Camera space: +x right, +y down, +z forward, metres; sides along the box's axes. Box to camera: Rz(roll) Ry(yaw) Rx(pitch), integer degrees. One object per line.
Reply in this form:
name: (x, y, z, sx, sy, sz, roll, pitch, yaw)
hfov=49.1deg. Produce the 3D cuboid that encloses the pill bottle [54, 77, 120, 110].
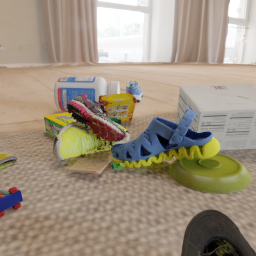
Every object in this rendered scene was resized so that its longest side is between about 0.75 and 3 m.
pill bottle: (-1.925, -1.654, 13.636, 2.968, 1.665, 1.665, 2, 17, 3)

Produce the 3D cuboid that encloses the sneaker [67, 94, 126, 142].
sneaker: (-0.838, -0.333, 8.042, 1.927, 0.777, 0.720, 36, 56, 12)

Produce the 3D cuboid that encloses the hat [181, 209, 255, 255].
hat: (1.028, 1.893, 3.487, 1.621, 1.621, 0.654, -20, -14, -48)

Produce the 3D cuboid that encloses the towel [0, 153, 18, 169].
towel: (-4.526, 0.878, 7.679, 2.560, 0.291, 1.838, 10, 21, 30)

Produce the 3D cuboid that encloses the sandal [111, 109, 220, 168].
sandal: (0.866, 0.267, 7.501, 2.895, 1.260, 1.151, -13, 13, 16)

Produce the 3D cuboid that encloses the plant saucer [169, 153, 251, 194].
plant saucer: (2.071, 1.026, 7.164, 2.035, 0.316, 2.035, 0, 18, 0)

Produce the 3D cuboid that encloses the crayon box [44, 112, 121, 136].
crayon box: (-1.680, -0.102, 10.230, 1.946, 0.657, 2.255, -13, 22, -37)

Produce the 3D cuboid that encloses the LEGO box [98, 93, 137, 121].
LEGO box: (-0.482, -0.823, 11.661, 1.478, 1.101, 0.570, -8, 42, -26)

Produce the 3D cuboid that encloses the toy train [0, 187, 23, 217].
toy train: (-2.674, 1.499, 5.512, 0.590, 0.431, 1.019, 0, 14, 39)

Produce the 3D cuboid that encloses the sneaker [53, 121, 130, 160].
sneaker: (-1.023, 0.284, 8.424, 1.020, 1.007, 2.670, 13, 22, 38)

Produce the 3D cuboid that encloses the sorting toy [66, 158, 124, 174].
sorting toy: (-0.808, 1.032, 7.333, 1.324, 0.195, 0.979, 1, 12, 16)

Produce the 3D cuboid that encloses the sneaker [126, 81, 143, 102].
sneaker: (0.391, -2.300, 16.743, 1.062, 1.080, 2.804, -3, 16, -3)

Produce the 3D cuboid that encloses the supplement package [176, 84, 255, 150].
supplement package: (3.159, -0.399, 9.224, 2.622, 1.454, 2.042, -2, 30, -7)
